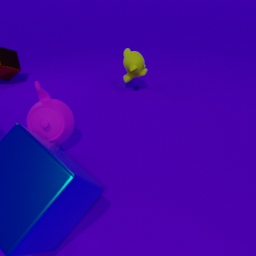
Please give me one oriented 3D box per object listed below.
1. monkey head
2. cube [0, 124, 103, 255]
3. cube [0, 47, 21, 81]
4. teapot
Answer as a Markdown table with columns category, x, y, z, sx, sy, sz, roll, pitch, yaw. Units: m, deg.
| category | x | y | z | sx | sy | sz | roll | pitch | yaw |
| --- | --- | --- | --- | --- | --- | --- | --- | --- | --- |
| monkey head | 0.107 | -2.018 | 9.234 | 0.976 | 0.818 | 1.357 | -35 | 41 | 16 |
| cube | -1.314 | 0.902 | 4.024 | 1.213 | 1.213 | 1.213 | 36 | 82 | 22 |
| cube | -4.369 | -2.238 | 9.772 | 0.809 | 0.809 | 0.809 | -27 | -17 | 31 |
| teapot | -1.760 | -0.172 | 6.196 | 1.069 | 1.720 | 0.842 | -12 | 4 | -1 |
